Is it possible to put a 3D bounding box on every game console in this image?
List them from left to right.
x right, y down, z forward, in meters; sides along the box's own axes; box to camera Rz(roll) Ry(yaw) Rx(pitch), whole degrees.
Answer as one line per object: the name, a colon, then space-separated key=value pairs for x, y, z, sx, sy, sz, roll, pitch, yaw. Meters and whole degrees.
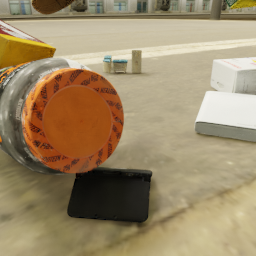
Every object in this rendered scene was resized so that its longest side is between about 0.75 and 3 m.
game console: x=-0.241 y=1.041 z=4.635 sx=1.231 sy=0.717 sz=1.083 roll=2 pitch=-5 yaw=8

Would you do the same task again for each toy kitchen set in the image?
toy kitchen set: x=-0.256 y=-3.090 z=12.493 sx=1.691 sy=0.996 sz=1.355 roll=0 pitch=25 yaw=0

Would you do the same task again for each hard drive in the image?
hard drive: x=2.819 y=-0.417 z=7.520 sx=1.695 sy=0.343 sz=2.569 roll=9 pitch=27 yaw=18

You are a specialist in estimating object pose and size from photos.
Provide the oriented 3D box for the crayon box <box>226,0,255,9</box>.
crayon box: x=3.003 y=-3.061 z=4.790 sx=1.873 sy=0.633 sz=2.171 roll=-17 pitch=-10 yaw=-24

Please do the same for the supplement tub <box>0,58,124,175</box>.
supplement tub: x=-1.464 y=-0.244 z=4.837 sx=1.787 sy=1.787 sz=2.918 roll=-18 pitch=17 yaw=-34

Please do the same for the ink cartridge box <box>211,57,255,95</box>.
ink cartridge box: x=4.295 y=-1.759 z=9.556 sx=2.388 sy=1.011 sz=1.726 roll=-7 pitch=25 yaw=-8

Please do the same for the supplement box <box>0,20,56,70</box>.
supplement box: x=-3.838 y=-1.849 z=6.971 sx=2.807 sy=1.863 sz=2.768 roll=27 pitch=14 yaw=0

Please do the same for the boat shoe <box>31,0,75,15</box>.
boat shoe: x=-1.261 y=-3.355 z=5.930 sx=0.679 sy=2.167 sz=0.794 roll=57 pitch=14 yaw=29
